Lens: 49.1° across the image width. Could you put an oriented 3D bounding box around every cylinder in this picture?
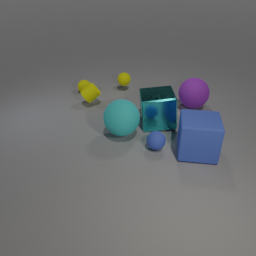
[{"bbox_3d":[-1.765,-1.665,13.275,0.700,0.700,0.700,-38,33,9],"label":"cylinder"}]

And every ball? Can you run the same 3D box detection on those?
[{"bbox_3d":[3.048,-1.616,12.958,1.400,1.400,1.400,0,31,0],"label":"ball"},{"bbox_3d":[-0.247,-0.394,10.741,1.400,1.400,1.400,0,31,0],"label":"ball"},{"bbox_3d":[-2.300,-2.186,14.768,0.700,0.700,0.700,0,31,0],"label":"ball"},{"bbox_3d":[-0.210,-2.605,14.939,0.700,0.700,0.700,0,31,0],"label":"ball"},{"bbox_3d":[1.035,0.455,10.313,0.700,0.700,0.700,0,31,0],"label":"ball"}]

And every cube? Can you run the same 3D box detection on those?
[{"bbox_3d":[1.244,-0.828,11.757,1.400,1.400,1.400,-5,31,1],"label":"cube"},{"bbox_3d":[2.524,0.282,9.989,1.400,1.400,1.400,5,31,7],"label":"cube"}]
